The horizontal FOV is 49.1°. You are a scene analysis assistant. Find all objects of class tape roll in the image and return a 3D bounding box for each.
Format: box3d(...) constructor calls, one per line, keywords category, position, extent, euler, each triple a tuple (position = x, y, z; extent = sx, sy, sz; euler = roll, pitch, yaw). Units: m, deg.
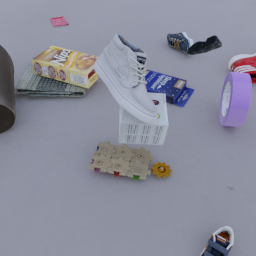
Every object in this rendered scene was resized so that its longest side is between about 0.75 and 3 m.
box3d(category="tape roll", position=(3.279, -0.872, 8.647), extent=(0.543, 1.654, 1.654), euler=(7, 43, 6))

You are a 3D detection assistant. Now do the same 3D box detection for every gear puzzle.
box3d(category="gear puzzle", position=(0.103, 0.979, 7.685), extent=(2.217, 0.290, 1.148), euler=(10, 41, 6))

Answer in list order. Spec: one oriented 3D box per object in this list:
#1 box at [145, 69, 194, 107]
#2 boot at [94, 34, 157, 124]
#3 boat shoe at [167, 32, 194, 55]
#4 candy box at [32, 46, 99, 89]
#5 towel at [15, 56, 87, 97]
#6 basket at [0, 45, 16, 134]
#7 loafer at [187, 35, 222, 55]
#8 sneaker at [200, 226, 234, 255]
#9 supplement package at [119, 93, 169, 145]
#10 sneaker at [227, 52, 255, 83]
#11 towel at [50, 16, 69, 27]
box3d(category="box", position=(1.279, -1.524, 10.370), extent=(2.149, 0.348, 1.302), euler=(21, 46, 20))
box3d(category="boot", position=(0.097, -1.190, 6.282), extent=(0.829, 1.077, 2.253), euler=(-1, 44, -52))
box3d(category="boat shoe", position=(2.334, -3.794, 12.669), extent=(0.882, 0.688, 1.944), euler=(-4, 35, -4))
box3d(category="candy box", position=(-2.191, -2.321, 10.473), extent=(2.340, 0.647, 1.351), euler=(17, 43, 15))
box3d(category="towel", position=(-2.773, -1.990, 10.906), extent=(2.583, 0.463, 2.683), euler=(3, 40, -1))
box3d(category="basket", position=(-4.433, -1.191, 8.837), extent=(1.736, 2.301, 2.552), euler=(-15, 53, -12))
box3d(category="loafer", position=(1.643, -1.719, 6.052), extent=(0.787, 0.284, 0.286), euler=(-4, 66, 51))
box3d(category="sneaker", position=(1.810, 2.543, 5.767), extent=(0.486, 0.492, 1.240), euler=(24, 49, 22))
box3d(category="supplement package", position=(0.353, -0.249, 6.951), extent=(1.117, 0.822, 1.068), euler=(3, 52, -4))
box3d(category="sneaker", position=(5.331, -2.392, 11.078), extent=(2.403, 0.941, 1.388), euler=(-17, 52, 0))
box3d(category="towel", position=(-3.737, -5.786, 15.232), extent=(0.801, 0.124, 1.107), euler=(-18, 45, -17))
